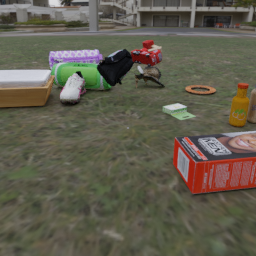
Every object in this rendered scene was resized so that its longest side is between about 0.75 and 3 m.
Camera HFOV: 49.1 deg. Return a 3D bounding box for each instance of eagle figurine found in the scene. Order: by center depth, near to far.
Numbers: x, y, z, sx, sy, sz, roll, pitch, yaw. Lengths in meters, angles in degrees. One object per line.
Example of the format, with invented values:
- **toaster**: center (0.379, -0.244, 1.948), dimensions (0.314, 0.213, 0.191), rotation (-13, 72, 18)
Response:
- **eagle figurine**: center (0.985, -2.360, 12.983), dimensions (1.355, 1.028, 1.023), rotation (-5, 3, 0)

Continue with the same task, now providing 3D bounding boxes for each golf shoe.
- **golf shoe**: center (-2.203, -1.613, 11.028), dimensions (0.784, 0.995, 2.160), rotation (1, 24, 2)

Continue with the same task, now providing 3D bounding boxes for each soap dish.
- **soap dish**: center (-4.218, -1.519, 10.689), dimensions (2.628, 1.067, 2.067), rotation (-3, 23, -6)

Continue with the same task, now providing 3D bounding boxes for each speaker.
- **speaker**: center (-2.026, -2.321, 12.500), dimensions (2.593, 1.147, 1.147), rotation (5, 24, 12)

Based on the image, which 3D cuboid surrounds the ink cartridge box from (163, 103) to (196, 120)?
- **ink cartridge box**: center (1.745, -0.571, 9.559), dimensions (0.702, 0.231, 0.965), rotation (-13, 25, -29)

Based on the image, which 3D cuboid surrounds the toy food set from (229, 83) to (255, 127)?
- **toy food set**: center (4.604, -0.587, 8.208), dimensions (2.862, 1.288, 1.366), rotation (13, 26, 28)

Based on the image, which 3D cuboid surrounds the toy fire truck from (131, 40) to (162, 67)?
- **toy fire truck**: center (0.723, -2.470, 9.164), dimensions (1.106, 0.382, 1.568), rotation (-30, 33, -22)

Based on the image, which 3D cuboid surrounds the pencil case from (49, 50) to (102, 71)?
- **pencil case**: center (-3.023, -3.821, 15.808), dimensions (2.931, 1.230, 1.253), rotation (-9, -6, -19)

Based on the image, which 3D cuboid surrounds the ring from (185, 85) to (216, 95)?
- **ring**: center (3.157, -1.651, 12.220), dimensions (1.291, 0.124, 1.291), rotation (1, 23, 0)

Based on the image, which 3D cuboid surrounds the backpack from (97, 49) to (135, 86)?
- **backpack**: center (-0.418, -2.284, 10.227), dimensions (1.320, 1.102, 0.836), rotation (-46, 24, -19)

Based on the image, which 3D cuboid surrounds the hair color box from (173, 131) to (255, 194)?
- **hair color box**: center (2.339, 0.657, 5.975), dimensions (2.456, 0.752, 1.247), rotation (-4, 22, -10)
